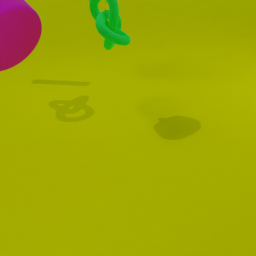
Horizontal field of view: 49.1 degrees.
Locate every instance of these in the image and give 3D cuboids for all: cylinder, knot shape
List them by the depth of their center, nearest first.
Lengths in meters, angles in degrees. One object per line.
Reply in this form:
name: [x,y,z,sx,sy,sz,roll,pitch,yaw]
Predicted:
cylinder: [-2.117,-1.652,4.149,1.183,1.183,1.183,46,50,10]
knot shape: [-0.445,-2.588,7.150,0.698,1.414,1.511,-21,80,2]
